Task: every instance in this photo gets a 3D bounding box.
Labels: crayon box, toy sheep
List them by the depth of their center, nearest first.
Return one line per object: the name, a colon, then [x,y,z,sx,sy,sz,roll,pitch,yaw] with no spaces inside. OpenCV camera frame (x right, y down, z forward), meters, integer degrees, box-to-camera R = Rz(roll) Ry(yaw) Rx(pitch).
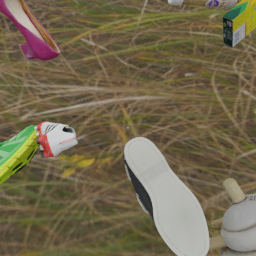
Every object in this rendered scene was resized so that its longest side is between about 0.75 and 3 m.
toy sheep: [1.923,1.677,3.881,1.486,1.486,2.156,-35,90,-17]
crayon box: [3.041,-2.851,7.218,1.373,0.871,0.349,-39,53,-9]

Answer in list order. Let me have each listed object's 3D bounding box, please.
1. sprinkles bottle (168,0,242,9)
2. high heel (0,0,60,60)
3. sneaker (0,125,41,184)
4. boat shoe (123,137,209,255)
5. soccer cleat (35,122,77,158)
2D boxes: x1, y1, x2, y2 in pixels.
sprinkles bottle: [2.359,-3.764,7.747,2.420,0.826,0.826,2,62,-6]
high heel: [-2.216,-2.484,6.045,1.028,2.144,0.722,2,30,32]
sneaker: [-2.858,0.674,5.780,1.045,0.926,2.500,45,64,6]
boat shoe: [0.434,0.915,3.681,0.619,0.506,1.677,-28,68,-17]
soccer cleat: [-1.406,0.169,5.481,0.717,1.683,0.577,-16,102,-15]
